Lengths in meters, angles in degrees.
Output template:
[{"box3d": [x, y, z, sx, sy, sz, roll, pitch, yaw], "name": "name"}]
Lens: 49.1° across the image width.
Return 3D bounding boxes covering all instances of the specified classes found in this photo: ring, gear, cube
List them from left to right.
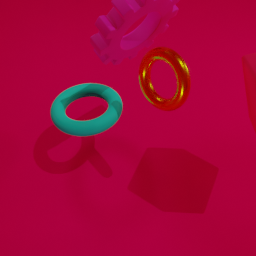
[{"box3d": [-0.960, -0.468, 6.523, 1.677, 0.335, 1.677, -2, 46, 2], "name": "ring"}, {"box3d": [0.153, -2.008, 5.480, 1.885, 1.885, 0.349, -33, 80, -18], "name": "gear"}, {"box3d": [0.650, -0.893, 5.205, 0.241, 1.207, 1.207, -24, 61, -36], "name": "ring"}, {"box3d": [2.820, -0.578, 4.761, 1.350, 1.350, 1.350, -10, 26, 18], "name": "cube"}]
